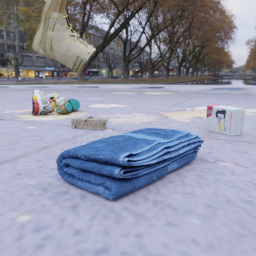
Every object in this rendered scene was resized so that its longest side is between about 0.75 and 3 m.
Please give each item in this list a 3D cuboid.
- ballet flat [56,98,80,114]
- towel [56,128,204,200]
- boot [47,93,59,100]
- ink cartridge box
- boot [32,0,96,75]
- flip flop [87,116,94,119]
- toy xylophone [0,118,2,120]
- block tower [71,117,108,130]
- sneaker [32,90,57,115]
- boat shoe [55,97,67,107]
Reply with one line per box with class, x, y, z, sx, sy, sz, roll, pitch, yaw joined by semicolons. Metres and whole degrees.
ballet flat;-2.627;-0.880;12.078;0.658;0.617;1.818;-17;12;11
towel;0.145;0.414;4.863;1.427;0.620;2.556;7;13;38
boot;-4.800;-1.790;16.646;1.169;0.547;1.504;-6;15;-24
ink cartridge box;2.731;-0.236;7.930;0.421;0.741;1.017;-6;12;-29
boot;-1.375;-2.323;6.757;1.443;1.856;0.676;29;29;-7
flip flop;-1.278;-0.229;9.032;1.085;0.312;0.440;5;12;25
toy xylophone;-5.447;-0.508;9.953;1.490;0.511;2.035;4;12;16
block tower;-1.199;-0.136;8.561;1.148;0.332;0.310;2;11;17
sneaker;-3.634;-1.051;12.147;0.992;0.939;2.414;1;19;-19
boat shoe;-3.314;-1.193;13.932;0.439;0.509;1.414;27;15;1
